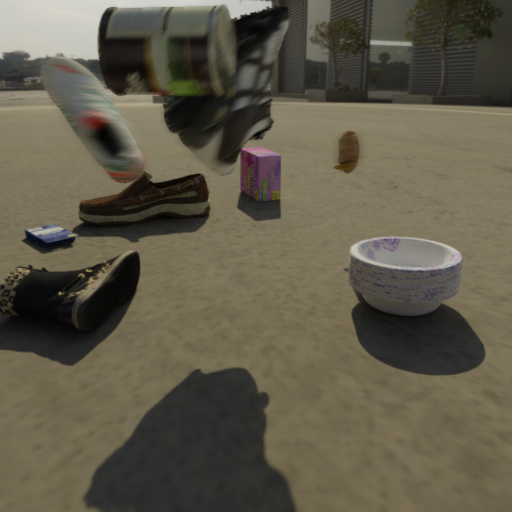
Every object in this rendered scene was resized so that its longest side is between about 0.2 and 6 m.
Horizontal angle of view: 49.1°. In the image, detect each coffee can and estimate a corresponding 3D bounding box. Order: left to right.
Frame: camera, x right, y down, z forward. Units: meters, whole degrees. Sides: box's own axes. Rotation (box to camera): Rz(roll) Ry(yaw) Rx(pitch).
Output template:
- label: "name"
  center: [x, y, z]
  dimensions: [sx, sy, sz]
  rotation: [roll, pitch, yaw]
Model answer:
- label: "coffee can"
  center: [-0.957, -2.260, 6.192]
  dimensions: [1.284, 0.939, 0.939]
  rotation: [3, 20, 10]

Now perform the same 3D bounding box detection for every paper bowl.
- label: "paper bowl"
  center: [2.291, 0.334, 8.755]
  dimensions: [1.699, 0.884, 1.699]
  rotation: [0, 20, 0]

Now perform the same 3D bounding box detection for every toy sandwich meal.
- label: "toy sandwich meal"
  center: [1.850, -2.164, 11.666]
  dimensions: [0.339, 0.991, 0.991]
  rotation: [-1, 19, -13]

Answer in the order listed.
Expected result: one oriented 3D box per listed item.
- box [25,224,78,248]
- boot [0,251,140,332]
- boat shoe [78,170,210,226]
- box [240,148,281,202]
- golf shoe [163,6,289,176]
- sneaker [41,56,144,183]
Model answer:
- label: "box"
  center: [-4.350, -0.416, 11.911]
  dimensions: [0.704, 0.188, 1.162]
  rotation: [-17, 24, -39]
- label: "boot"
  center: [-2.839, 0.432, 8.736]
  dimensions: [1.597, 0.776, 2.121]
  rotation: [5, 26, 11]
- label: "boat shoe"
  center: [-2.678, -1.490, 13.461]
  dimensions: [3.157, 1.168, 1.166]
  rotation: [-9, 21, -23]
- label: "box"
  center: [0.101, -2.288, 15.602]
  dimensions: [0.682, 1.240, 1.410]
  rotation: [-8, 22, -21]
- label: "golf shoe"
  center: [-0.289, -2.820, 9.383]
  dimensions: [1.314, 1.597, 3.380]
  rotation: [9, 56, 35]
- label: "sneaker"
  center: [-3.267, -2.858, 11.196]
  dimensions: [1.041, 2.956, 1.382]
  rotation: [-34, 4, -9]
